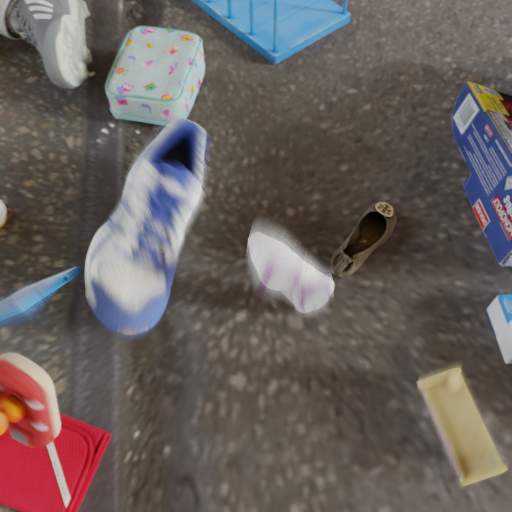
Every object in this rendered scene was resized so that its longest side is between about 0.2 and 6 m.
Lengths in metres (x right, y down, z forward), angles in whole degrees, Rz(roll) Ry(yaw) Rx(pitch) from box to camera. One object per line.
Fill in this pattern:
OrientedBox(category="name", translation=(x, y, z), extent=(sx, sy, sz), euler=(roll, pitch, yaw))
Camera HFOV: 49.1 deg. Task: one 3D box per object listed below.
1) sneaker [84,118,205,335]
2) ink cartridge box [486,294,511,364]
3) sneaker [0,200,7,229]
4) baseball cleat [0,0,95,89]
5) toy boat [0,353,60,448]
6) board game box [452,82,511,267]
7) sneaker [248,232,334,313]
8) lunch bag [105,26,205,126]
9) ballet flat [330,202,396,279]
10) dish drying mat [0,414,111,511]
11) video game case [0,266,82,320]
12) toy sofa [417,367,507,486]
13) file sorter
OrientedBox(category="sneaker", translation=(-1.462, -0.569, 7.689), extent=(1.227, 1.437, 3.261), euler=(18, 54, -18))
OrientedBox(category="ink cartridge box", translation=(3.852, 0.931, 7.533), extent=(1.150, 0.484, 0.832), euler=(-5, 58, -3))
OrientedBox(category="sneaker", translation=(-4.778, -0.554, 8.265), extent=(1.934, 0.848, 0.732), euler=(-25, 63, -13))
OrientedBox(category="baseball cleat", translation=(-4.017, -4.137, 10.475), extent=(1.847, 1.210, 3.470), euler=(-11, 48, 0))
OrientedBox(category="toy boat", translation=(-2.687, 1.675, 6.109), extent=(0.781, 1.197, 0.783), euler=(15, 32, 25))
OrientedBox(category="board game box", translation=(4.634, -0.954, 8.132), extent=(3.206, 0.989, 3.208), euler=(13, 42, -13))
OrientedBox(category="sneaker", translation=(0.473, 0.186, 7.312), extent=(0.615, 1.643, 0.818), euler=(-40, 50, 9))
OrientedBox(category="lunch bag", translation=(-1.803, -3.244, 10.017), extent=(1.548, 0.744, 1.931), euler=(7, 58, 7))
OrientedBox(category="ballet flat", translation=(1.626, -0.298, 8.376), extent=(0.537, 0.370, 1.594), euler=(35, 64, 20))
OrientedBox(category="dish drying mat", translation=(-3.390, 2.232, 6.836), extent=(3.015, 0.274, 1.158), euler=(15, 60, 9))
OrientedBox(category="video game case", translation=(-2.986, 0.545, 7.207), extent=(0.987, 0.123, 1.379), euler=(-19, 12, 18))
OrientedBox(category="toy sofa", translation=(2.403, 2.003, 6.632), extent=(0.524, 0.618, 1.266), euler=(-23, 69, 7))
OrientedBox(category="file sorter", translation=(0.176, -5.601, 10.878), extent=(2.055, 1.817, 2.962), euler=(-36, 65, -19))
